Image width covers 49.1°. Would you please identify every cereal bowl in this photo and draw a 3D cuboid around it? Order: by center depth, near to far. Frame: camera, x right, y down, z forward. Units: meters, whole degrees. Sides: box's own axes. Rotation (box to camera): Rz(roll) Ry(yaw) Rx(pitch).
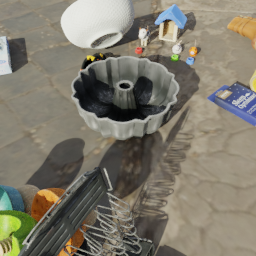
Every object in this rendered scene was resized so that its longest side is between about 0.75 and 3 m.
[{"bbox_3d":[-0.955,-3.643,10.083,2.712,2.712,1.129,-20,88,-18],"label":"cereal bowl"}]

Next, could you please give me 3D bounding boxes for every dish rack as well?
[{"bbox_3d":[-0.512,2.035,4.342,0.738,2.705,2.075,13,45,30],"label":"dish rack"}]

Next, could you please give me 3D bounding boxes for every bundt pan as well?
[{"bbox_3d":[-0.075,-0.794,8.055,2.988,1.122,2.988,0,45,0],"label":"bundt pan"}]

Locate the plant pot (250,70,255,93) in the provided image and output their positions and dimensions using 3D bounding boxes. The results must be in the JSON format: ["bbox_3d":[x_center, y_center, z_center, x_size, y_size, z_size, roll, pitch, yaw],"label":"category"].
[{"bbox_3d":[4.702,-1.711,8.694,1.579,1.678,1.678,-43,59,-16],"label":"plant pot"}]

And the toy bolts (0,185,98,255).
[{"bbox_3d":[-1.919,2.068,5.193,2.647,2.528,1.836,17,16,35],"label":"toy bolts"}]

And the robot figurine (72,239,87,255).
[{"bbox_3d":[-1.326,2.319,5.275,0.941,0.781,1.252,-21,47,3],"label":"robot figurine"}]

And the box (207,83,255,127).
[{"bbox_3d":[3.508,-0.810,8.649,1.119,0.299,1.848,-35,54,-29],"label":"box"}]

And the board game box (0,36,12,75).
[{"bbox_3d":[-5.376,-2.513,10.170,2.035,0.441,2.025,-14,48,-13],"label":"board game box"}]

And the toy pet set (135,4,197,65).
[{"bbox_3d":[1.669,-3.734,10.809,2.314,1.229,2.160,15,48,13],"label":"toy pet set"}]

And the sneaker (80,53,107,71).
[{"bbox_3d":[-1.136,-2.166,9.517,0.701,0.901,2.004,7,47,7],"label":"sneaker"}]

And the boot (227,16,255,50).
[{"bbox_3d":[4.849,-3.901,11.173,1.835,0.907,2.364,31,52,25],"label":"boot"}]
